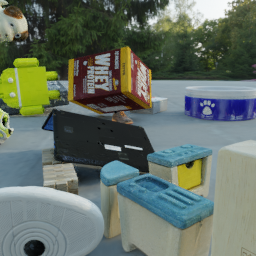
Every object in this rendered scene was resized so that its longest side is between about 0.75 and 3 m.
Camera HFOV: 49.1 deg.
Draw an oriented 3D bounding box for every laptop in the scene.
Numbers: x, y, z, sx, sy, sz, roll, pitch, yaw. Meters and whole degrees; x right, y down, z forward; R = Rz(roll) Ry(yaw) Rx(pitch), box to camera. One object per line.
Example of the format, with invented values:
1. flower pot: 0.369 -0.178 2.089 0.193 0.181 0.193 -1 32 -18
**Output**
1. laptop: -0.639 0.379 5.446 1.889 1.101 2.131 11 32 -24

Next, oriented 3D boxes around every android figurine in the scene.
1. android figurine: -3.852 -1.562 10.708 2.397 2.182 0.492 -5 1 -18

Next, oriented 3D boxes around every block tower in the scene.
1. block tower: -1.043 0.715 4.171 0.433 0.464 1.604 -3 14 -17

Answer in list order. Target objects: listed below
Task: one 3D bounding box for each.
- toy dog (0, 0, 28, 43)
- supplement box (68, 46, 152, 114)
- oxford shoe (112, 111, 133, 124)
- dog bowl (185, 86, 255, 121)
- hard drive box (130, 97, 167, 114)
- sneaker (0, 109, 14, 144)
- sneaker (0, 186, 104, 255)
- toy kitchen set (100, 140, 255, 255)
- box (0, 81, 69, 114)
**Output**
1. toy dog: -5.529 -4.452 11.890 2.641 1.843 2.561 21 44 17
2. supplement box: -0.560 -1.529 9.892 2.233 1.483 2.203 -6 -12 23
3. oxford shoe: -0.212 -0.343 9.292 0.400 0.409 1.123 -8 14 -33
4. dog bowl: 3.597 -1.028 10.932 2.733 1.077 2.733 0 11 0
5. hard drive box: 0.897 -0.988 12.035 1.124 0.554 1.442 8 14 29
6. sneaker: -3.216 -0.313 6.846 0.544 1.423 0.537 -29 -10 3
7. sneaker: -1.350 0.794 2.884 2.164 0.790 1.210 -3 13 -7
8. toy kitchen set: 0.897 0.551 2.826 1.764 1.297 2.202 -9 15 -37
9. box: -4.173 -1.362 12.150 2.848 0.727 2.246 -12 22 -20
